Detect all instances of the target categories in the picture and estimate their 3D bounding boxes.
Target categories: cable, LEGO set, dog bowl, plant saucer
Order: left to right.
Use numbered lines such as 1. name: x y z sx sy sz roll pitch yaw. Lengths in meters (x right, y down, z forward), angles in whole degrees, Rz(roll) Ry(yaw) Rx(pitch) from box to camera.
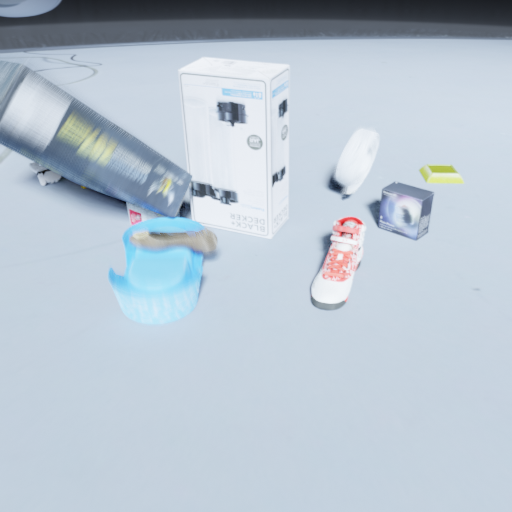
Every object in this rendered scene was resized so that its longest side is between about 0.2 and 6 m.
1. LEGO set: -4.294 -2.269 14.311 2.574 1.056 0.982 -22 5 -26
2. dog bowl: -1.666 0.212 9.921 1.550 0.689 2.781 -1 29 -2
3. cable: 2.356 -2.241 12.927 0.477 1.377 1.377 26 45 22
4. plant saucer: 4.867 -2.180 14.704 0.982 0.235 0.980 1 29 2

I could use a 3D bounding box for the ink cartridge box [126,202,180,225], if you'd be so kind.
1. ink cartridge box: -2.317 -1.259 12.466 1.107 0.805 0.801 -8 30 -14

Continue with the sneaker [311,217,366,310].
1. sneaker: 1.449 0.034 9.866 0.675 1.084 2.023 11 31 20

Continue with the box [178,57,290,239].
1. box: -0.372 -2.145 11.414 1.965 3.369 1.013 13 36 19

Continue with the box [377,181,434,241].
1. box: 3.131 -0.954 11.781 0.952 0.944 0.586 23 36 36

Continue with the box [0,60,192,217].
1. box: -3.583 -2.115 10.137 3.178 1.028 4.030 21 -5 35

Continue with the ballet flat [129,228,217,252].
1. ballet flat: -1.436 -0.327 9.664 1.554 0.360 0.524 4 27 8
